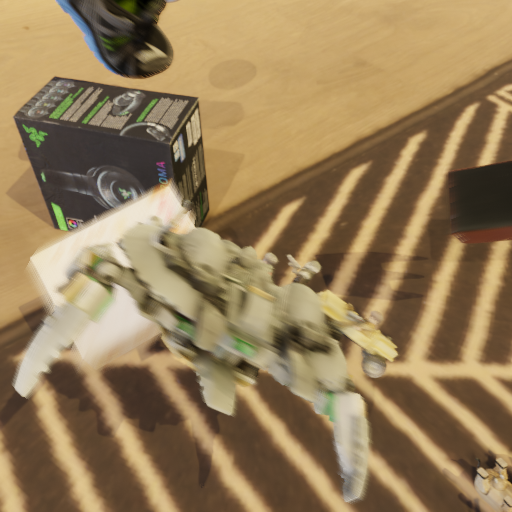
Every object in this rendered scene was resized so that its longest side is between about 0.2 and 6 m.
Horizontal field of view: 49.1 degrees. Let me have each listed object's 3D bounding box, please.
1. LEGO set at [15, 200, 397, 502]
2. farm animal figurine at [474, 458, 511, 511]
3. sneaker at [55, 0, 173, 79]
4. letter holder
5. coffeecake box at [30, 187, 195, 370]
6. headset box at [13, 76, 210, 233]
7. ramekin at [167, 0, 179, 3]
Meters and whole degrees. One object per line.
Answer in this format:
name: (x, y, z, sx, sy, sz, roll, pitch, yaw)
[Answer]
LEGO set: (0.121, 0.352, 5.028, 2.953, 1.288, 4.546, 40, 20, 8)
farm animal figurine: (2.815, 2.907, 6.226, 1.308, 0.682, 1.294, -12, 36, -1)
sneaker: (-1.833, -3.443, 8.115, 1.276, 3.079, 1.092, 10, 83, 11)
letter holder: (3.222, -0.599, 6.634, 1.577, 1.121, 0.793, -7, 75, 31)
coffeecake box: (-1.492, 0.246, 6.797, 1.850, 0.676, 1.420, -30, 72, -13)
headset box: (-2.261, -1.441, 9.045, 2.675, 2.329, 1.241, 12, 48, 11)
ramekin: (-1.534, -4.770, 9.095, 1.133, 1.133, 0.594, 14, 16, 12)
